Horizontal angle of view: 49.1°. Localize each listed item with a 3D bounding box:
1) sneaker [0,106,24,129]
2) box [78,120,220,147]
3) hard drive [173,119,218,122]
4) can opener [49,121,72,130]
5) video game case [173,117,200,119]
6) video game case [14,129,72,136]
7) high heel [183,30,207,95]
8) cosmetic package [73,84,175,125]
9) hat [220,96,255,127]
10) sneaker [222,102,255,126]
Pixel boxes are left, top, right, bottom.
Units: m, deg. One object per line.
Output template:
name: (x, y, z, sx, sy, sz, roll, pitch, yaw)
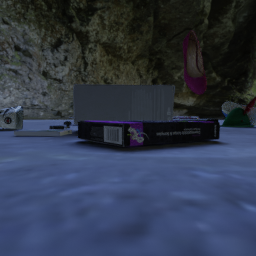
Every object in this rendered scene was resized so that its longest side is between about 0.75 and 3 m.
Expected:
sneaker: (-3.984, -0.368, 9.347, 0.950, 0.795, 2.146, 2, 1, -20)
box: (0.340, 0.043, 4.564, 1.917, 0.346, 1.371, -3, 4, -34)
hard drive: (2.113, -0.168, 10.243, 2.030, 0.334, 1.417, 1, 3, 32)
can opener: (-2.116, -0.064, 8.802, 0.215, 0.272, 0.818, 3, 8, 32)
video game case: (2.887, -0.443, 16.364, 2.424, 0.434, 2.197, 1, 2, 18)
video game case: (-1.827, 0.099, 6.153, 0.979, 0.108, 0.893, 1, 2, 5)
high heel: (2.910, -2.889, 12.355, 0.964, 2.858, 1.374, -10, -30, 0)
cosmetic package: (-0.162, -0.682, 8.286, 2.790, 1.258, 1.490, 3, 5, -6)
hat: (4.531, -0.793, 11.557, 1.393, 1.481, 1.682, 2, 3, 44)
sneaker: (5.109, -0.464, 12.327, 1.955, 0.751, 1.088, 22, -13, 26)
